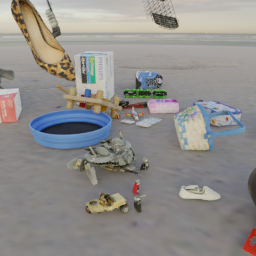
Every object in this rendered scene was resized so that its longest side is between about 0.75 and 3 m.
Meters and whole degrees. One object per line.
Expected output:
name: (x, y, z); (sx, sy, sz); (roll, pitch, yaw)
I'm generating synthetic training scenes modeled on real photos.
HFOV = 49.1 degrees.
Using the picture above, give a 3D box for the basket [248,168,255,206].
basket: (2.697, 1.175, 4.569); (1.509, 1.138, 1.673); (-8, 5, 5)

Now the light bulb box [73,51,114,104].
light bulb box: (-1.454, -2.304, 12.649); (1.347, 2.139, 2.158); (2, 19, 8)

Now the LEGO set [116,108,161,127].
LEGO set: (0.324, -0.421, 10.230); (1.501, 0.368, 1.121); (12, 20, 30)

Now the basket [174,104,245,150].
basket: (2.251, -0.055, 7.989); (1.729, 1.202, 1.524); (-9, 19, 4)

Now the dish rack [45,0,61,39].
dish rack: (-2.173, -3.130, 7.973); (0.265, 0.971, 0.745); (-20, 37, -4)

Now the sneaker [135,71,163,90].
sneaker: (1.186, -2.603, 15.068); (1.168, 1.029, 2.620); (6, 21, 24)

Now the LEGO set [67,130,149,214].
LEGO set: (-0.327, 0.758, 6.377); (1.898, 0.828, 2.923); (-8, 22, -21)

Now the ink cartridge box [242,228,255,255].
ink cartridge box: (2.323, 1.840, 4.381); (0.843, 0.211, 0.684); (18, 25, 34)

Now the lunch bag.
lunch bag: (3.228, -0.589, 10.284); (1.344, 0.634, 1.677); (-6, 22, -20)

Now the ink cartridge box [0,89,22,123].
ink cartridge box: (-5.544, -0.803, 10.362); (2.810, 0.948, 1.636); (-5, 21, -13)

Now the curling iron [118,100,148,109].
curling iron: (0.541, -0.976, 11.691); (2.147, 0.274, 0.532); (-3, -16, -18)

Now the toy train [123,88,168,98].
toy train: (0.830, -1.676, 13.475); (2.131, 0.445, 0.601); (2, 11, 5)

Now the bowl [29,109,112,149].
bowl: (-1.778, -0.013, 8.894); (2.531, 0.497, 2.531); (0, 20, 0)

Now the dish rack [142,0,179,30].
dish rack: (0.574, -2.225, 5.212); (0.722, 0.942, 0.257); (-6, -15, -35)

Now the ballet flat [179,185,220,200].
ballet flat: (1.472, 1.307, 5.710); (0.838, 0.291, 0.291); (2, 21, 4)

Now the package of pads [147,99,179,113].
package of pads: (1.410, -0.881, 11.277); (1.194, 0.452, 0.719); (-1, 23, -4)

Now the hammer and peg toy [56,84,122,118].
hammer and peg toy: (-1.586, -0.970, 10.336); (2.326, 0.820, 1.711); (10, -1, 25)

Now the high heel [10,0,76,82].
high heel: (-2.604, -2.718, 8.747); (0.975, 2.731, 1.947); (-42, -4, -17)

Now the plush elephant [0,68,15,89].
plush elephant: (-6.486, -1.870, 12.511); (1.742, 1.854, 2.251); (-29, -32, 29)
